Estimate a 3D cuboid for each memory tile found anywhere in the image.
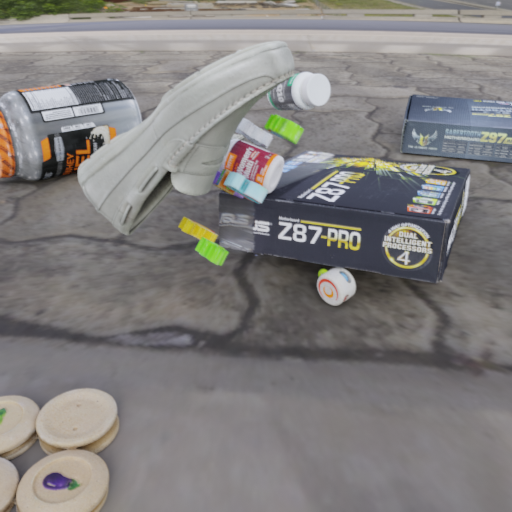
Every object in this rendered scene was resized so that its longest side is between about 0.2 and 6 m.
[{"bbox_3d":[-2.495,2.251,4.549,2.421,0.265,3.159,-1,28,-2],"label":"memory tile"}]

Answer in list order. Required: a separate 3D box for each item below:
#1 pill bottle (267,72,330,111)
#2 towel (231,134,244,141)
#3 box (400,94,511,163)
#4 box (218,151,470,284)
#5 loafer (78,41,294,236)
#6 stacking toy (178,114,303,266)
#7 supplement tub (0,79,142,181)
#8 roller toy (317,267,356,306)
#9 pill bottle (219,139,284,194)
[{"bbox_3d":[0.644,-2.497,8.514,0.545,0.545,0.964,-19,20,-31],"label":"pill bottle"},{"bbox_3d":[-1.579,-2.966,14.266,1.975,0.341,1.901,15,32,27],"label":"towel"},{"bbox_3d":[5.582,-3.247,14.153,3.613,0.922,2.849,8,30,15],"label":"box"},{"bbox_3d":[1.672,-0.857,9.169,3.208,0.977,3.980,9,22,23],"label":"box"},{"bbox_3d":[-0.795,-1.312,6.701,3.312,1.156,1.158,-28,7,36],"label":"loafer"},{"bbox_3d":[-0.216,-0.858,7.131,0.559,1.795,2.381,28,3,-18],"label":"stacking toy"},{"bbox_3d":[-4.221,-2.733,12.190,3.089,1.893,1.893,-20,34,-31],"label":"supplement tub"},{"bbox_3d":[1.108,0.414,7.672,0.359,0.514,0.469,-27,25,-34],"label":"roller toy"},{"bbox_3d":[-0.168,-1.287,7.747,1.004,0.550,0.550,24,34,13],"label":"pill bottle"}]
